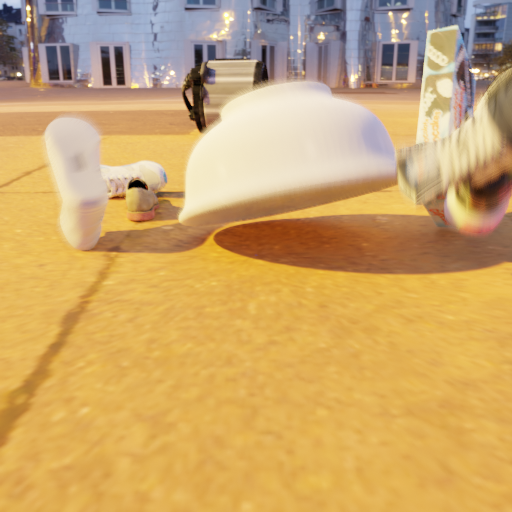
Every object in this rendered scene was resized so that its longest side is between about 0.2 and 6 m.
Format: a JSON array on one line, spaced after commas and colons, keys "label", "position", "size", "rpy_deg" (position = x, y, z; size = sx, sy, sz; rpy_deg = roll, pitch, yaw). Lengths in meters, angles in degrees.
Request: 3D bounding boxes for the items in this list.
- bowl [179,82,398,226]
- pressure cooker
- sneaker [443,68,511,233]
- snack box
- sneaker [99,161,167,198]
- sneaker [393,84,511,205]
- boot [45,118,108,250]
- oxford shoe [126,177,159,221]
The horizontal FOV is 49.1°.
[{"label": "bowl", "position": [0.454, -1.629, 8.873], "size": [3.712, 1.668, 3.712], "rpy_deg": [-12, -1, 0]}, {"label": "pressure cooker", "position": [-1.251, -6.298, 22.395], "size": [3.408, 2.998, 3.044], "rpy_deg": [1, 23, 8]}, {"label": "sneaker", "position": [3.662, -1.715, 8.054], "size": [1.132, 2.817, 1.216], "rpy_deg": [19, -21, 12]}, {"label": "snack box", "position": [3.298, -2.168, 9.696], "size": [0.550, 2.965, 1.723], "rpy_deg": [1, -17, 32]}, {"label": "sneaker", "position": [-2.974, -1.612, 12.400], "size": [2.083, 0.797, 0.841], "rpy_deg": [-1, 26, 16]}, {"label": "sneaker", "position": [2.334, -1.203, 6.208], "size": [1.203, 0.777, 2.218], "rpy_deg": [-18, -10, -11]}, {"label": "boot", "position": [-3.051, -1.221, 9.363], "size": [0.914, 1.188, 2.485], "rpy_deg": [1, 43, -24]}, {"label": "oxford shoe", "position": [-2.300, -1.262, 11.288], "size": [0.674, 0.716, 1.914], "rpy_deg": [-4, 19, -13]}]
